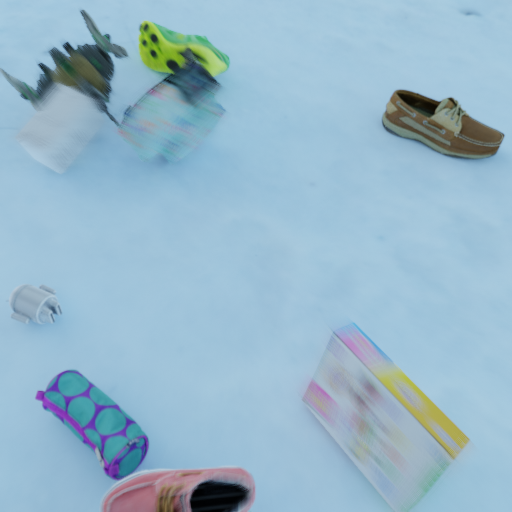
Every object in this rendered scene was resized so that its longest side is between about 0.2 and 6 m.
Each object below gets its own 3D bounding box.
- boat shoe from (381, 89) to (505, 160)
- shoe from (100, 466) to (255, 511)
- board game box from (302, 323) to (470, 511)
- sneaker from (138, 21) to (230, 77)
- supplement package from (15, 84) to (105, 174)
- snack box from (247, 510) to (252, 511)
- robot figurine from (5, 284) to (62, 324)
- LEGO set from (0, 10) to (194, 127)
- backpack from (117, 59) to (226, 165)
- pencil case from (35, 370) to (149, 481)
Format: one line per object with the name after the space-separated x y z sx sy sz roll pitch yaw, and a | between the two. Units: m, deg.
4.022 -2.893 12.129 2.624 0.969 0.993 21 53 16 | boat shoe
-0.956 2.932 6.765 1.950 0.887 0.697 -6 74 -6 | shoe
1.597 2.159 7.484 0.418 1.586 2.073 -16 49 -35 | board game box
-1.887 -5.073 14.076 2.954 1.094 1.235 34 34 28 | sneaker
-3.990 -2.587 11.457 0.846 0.814 1.487 30 75 19 | supplement package
-0.628 4.014 6.785 1.163 0.371 2.002 20 53 16 | snack box
-3.715 0.801 9.354 0.940 0.531 0.797 21 46 16 | robot figurine
-3.447 -3.884 12.829 4.204 1.191 2.730 17 85 -10 | LEGO set
-1.768 -2.803 11.464 2.040 1.811 1.536 -41 97 -33 | backpack
-2.299 2.357 7.928 1.681 0.715 0.777 33 26 25 | pencil case
